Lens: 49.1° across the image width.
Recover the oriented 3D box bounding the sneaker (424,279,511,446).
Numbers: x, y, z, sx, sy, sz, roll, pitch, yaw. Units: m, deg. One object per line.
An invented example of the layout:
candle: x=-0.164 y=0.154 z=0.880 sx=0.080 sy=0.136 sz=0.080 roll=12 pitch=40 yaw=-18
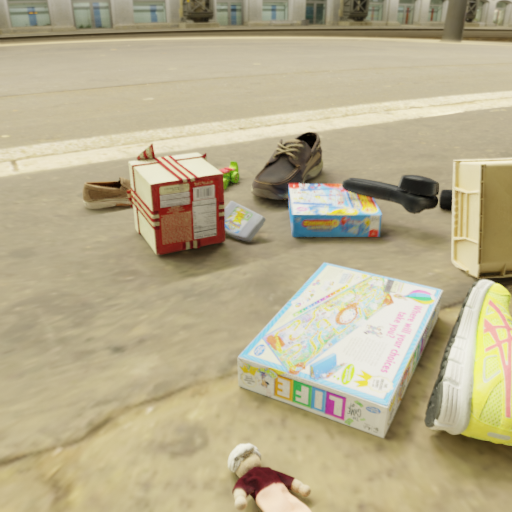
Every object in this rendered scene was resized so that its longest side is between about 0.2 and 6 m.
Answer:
sneaker: x=3.111 y=1.384 z=7.247 sx=1.300 sy=1.125 sz=2.878 roll=18 pitch=39 yaw=20

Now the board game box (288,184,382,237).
board game box: x=1.666 y=-1.034 z=12.365 sx=1.842 sy=0.526 sz=1.881 roll=-1 pitch=27 yaw=0

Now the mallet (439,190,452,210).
mallet: x=4.891 y=-1.599 z=13.697 sx=0.755 sy=0.472 sz=2.291 roll=5 pitch=22 yaw=17

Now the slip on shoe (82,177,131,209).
slip on shoe: x=-3.128 y=-1.573 z=13.345 sx=1.961 sy=0.594 sz=0.745 roll=-8 pitch=28 yaw=-16

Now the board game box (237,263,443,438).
board game box: x=1.342 y=1.144 z=8.143 sx=2.030 sy=0.517 sz=3.020 roll=14 pitch=30 yaw=25

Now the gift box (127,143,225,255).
gift box: x=-1.586 y=-1.270 z=11.443 sx=1.739 sy=1.885 sz=1.760 roll=-8 pitch=26 yaw=-26

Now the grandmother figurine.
grandmother figurine: x=0.131 y=2.459 z=5.750 sx=0.882 sy=0.440 sz=1.454 roll=16 pitch=12 yaw=-36

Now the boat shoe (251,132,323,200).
boat shoe: x=0.782 y=-2.396 z=14.264 sx=1.232 sy=1.212 sz=3.307 roll=11 pitch=29 yaw=20

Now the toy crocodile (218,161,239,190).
toy crocodile: x=-0.858 y=-2.040 z=14.416 sx=0.494 sy=0.452 sz=1.463 roll=15 pitch=31 yaw=26

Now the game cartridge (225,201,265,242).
game cartridge: x=-0.367 y=-0.707 z=11.719 sx=1.013 sy=0.205 sz=0.675 roll=29 pitch=78 yaw=34

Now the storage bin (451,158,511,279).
storage bin: x=4.781 y=-0.732 z=10.198 sx=2.097 sy=2.082 sz=0.983 roll=-3 pitch=10 yaw=-7

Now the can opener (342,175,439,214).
can opener: x=2.869 y=-1.384 z=11.991 sx=2.094 sy=0.823 sz=0.664 roll=14 pitch=13 yaw=31
